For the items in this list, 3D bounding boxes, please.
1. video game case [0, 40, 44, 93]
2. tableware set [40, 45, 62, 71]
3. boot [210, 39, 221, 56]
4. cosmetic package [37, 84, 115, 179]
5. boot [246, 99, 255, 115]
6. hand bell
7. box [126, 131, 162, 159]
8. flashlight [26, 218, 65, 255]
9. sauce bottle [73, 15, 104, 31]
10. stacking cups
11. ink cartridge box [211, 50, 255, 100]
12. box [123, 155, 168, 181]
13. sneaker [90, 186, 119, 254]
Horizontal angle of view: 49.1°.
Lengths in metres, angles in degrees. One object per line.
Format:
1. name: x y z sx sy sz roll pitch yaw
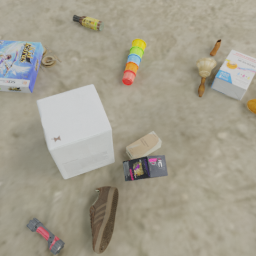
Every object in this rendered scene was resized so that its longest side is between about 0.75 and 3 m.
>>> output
1. video game case: -5.280 -2.856 12.781 2.281 0.572 2.517 4 66 2
2. tableware set: -4.050 -3.480 13.474 1.027 0.311 1.554 -35 65 -19
3. boot: 4.262 -3.881 13.548 0.298 0.604 0.778 38 66 20
4. cosmetic package: -1.770 0.204 9.962 2.044 2.458 2.057 -18 60 -10
5. boot: 6.201 -1.043 11.035 2.477 1.773 0.872 12 68 5
6. hand bell: 3.386 -2.163 12.536 0.906 0.906 1.739 11 71 7
7. box: 0.608 0.730 10.794 1.288 0.501 0.612 -31 63 -17
8. flashlight: -2.713 3.515 9.131 1.390 0.470 0.472 32 67 17
9. sauce bottle: -2.087 -5.508 14.602 1.674 0.542 0.542 20 61 14
10. stacking cups: 0.305 -3.028 13.028 0.732 0.732 2.420 10 63 6
11. ink cartridge box: 4.954 -2.575 12.619 1.413 0.833 2.454 28 63 16
12. box: 0.560 1.369 9.525 0.833 1.363 0.723 2 76 -39
13. sneaker: -0.918 3.027 9.395 0.831 0.775 2.201 -1 54 23
